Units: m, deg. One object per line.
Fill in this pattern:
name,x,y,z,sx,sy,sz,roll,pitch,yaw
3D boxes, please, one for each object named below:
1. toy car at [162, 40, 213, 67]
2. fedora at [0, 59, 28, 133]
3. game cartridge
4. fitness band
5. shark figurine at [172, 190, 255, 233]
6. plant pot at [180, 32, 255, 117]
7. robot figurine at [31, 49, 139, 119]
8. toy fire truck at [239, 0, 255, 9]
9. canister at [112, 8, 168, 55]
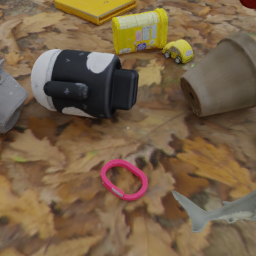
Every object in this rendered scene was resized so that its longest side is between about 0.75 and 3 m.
toy car,2.384,-2.126,9.190,2.712,0.605,2.552,9,46,9
fedora,-3.227,-0.674,7.252,0.986,1.932,2.184,25,26,-18
game cartridge,-1.514,-5.739,12.877,2.965,0.481,2.613,30,53,29
fitness band,-0.091,1.149,6.294,1.124,0.210,0.807,33,51,27
shark figurine,1.547,0.788,3.464,1.069,1.789,0.747,15,58,-44
plant pot,2.484,-1.223,7.580,1.804,2.079,2.079,-27,49,-1
robot figurine,-1.161,-1.143,7.491,2.798,2.102,1.746,8,67,8
toy fire truck,2.255,-3.049,5.403,1.952,1.718,1.256,-11,50,16
canister,0.402,-3.392,9.938,1.821,1.352,0.788,-13,47,-10
